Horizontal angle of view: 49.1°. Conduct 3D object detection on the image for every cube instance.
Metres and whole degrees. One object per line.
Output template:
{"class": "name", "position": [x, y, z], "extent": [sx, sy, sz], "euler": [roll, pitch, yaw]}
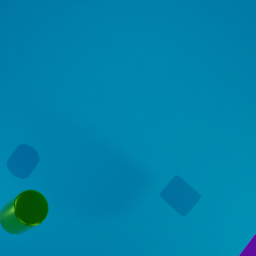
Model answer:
{"class": "cube", "position": [2.734, 2.775, 5.463], "extent": [0.819, 0.819, 0.819], "euler": [-49, 120, -7]}

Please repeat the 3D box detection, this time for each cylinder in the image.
{"class": "cylinder", "position": [-2.116, 1.716, 5.711], "extent": [0.730, 0.730, 0.730], "euler": [-35, 83, 36]}
